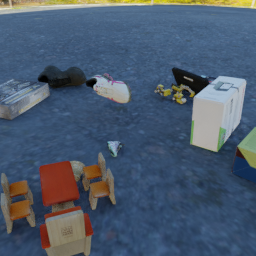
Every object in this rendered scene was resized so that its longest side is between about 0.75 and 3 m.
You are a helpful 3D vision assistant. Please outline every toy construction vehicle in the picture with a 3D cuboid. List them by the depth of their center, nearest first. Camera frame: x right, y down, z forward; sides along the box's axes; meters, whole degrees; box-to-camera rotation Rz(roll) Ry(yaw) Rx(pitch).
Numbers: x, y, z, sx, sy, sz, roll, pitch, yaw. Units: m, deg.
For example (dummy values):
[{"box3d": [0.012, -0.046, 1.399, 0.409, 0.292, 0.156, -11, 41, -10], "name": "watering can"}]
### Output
[{"box3d": [2.332, -1.825, 13.796, 1.575, 0.555, 1.371, 33, 35, 29], "name": "toy construction vehicle"}]

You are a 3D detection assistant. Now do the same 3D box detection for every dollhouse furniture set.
[{"box3d": [-1.689, 1.728, 7.068, 2.846, 1.466, 2.815, -10, 32, -17], "name": "dollhouse furniture set"}]

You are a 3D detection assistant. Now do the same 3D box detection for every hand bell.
[{"box3d": [-1.626, 1.651, 8.259, 0.651, 0.651, 1.250, -1, 43, -1], "name": "hand bell"}]

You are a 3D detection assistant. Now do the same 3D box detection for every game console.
[{"box3d": [3.664, -2.380, 14.195, 1.355, 2.047, 2.328, -44, 45, -12], "name": "game console"}]

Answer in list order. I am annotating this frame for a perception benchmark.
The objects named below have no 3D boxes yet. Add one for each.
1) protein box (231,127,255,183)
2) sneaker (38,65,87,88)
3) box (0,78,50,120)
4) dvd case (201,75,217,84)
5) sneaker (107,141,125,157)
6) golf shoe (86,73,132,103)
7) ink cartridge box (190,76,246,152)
[{"box3d": [4.372, 0.942, 8.797, 1.543, 1.049, 1.555, 23, 38, 34], "name": "protein box"}, {"box3d": [-3.554, -2.598, 15.028, 2.839, 1.078, 1.288, 6, 40, 23], "name": "sneaker"}, {"box3d": [-5.469, -1.466, 13.210, 2.254, 0.688, 2.846, 11, 32, 18], "name": "box"}, {"box3d": [4.628, -2.346, 14.899, 1.418, 0.214, 1.942, 11, 28, 4], "name": "dvd case"}, {"box3d": [-0.362, 0.689, 9.947, 0.585, 0.325, 0.837, -10, 33, -15], "name": "sneaker"}, {"box3d": [-0.811, -1.572, 11.702, 1.160, 0.914, 2.519, -18, 31, -31], "name": "golf shoe"}, {"box3d": [3.438, -0.633, 10.584, 1.111, 1.923, 2.644, 16, 33, 31], "name": "ink cartridge box"}]
